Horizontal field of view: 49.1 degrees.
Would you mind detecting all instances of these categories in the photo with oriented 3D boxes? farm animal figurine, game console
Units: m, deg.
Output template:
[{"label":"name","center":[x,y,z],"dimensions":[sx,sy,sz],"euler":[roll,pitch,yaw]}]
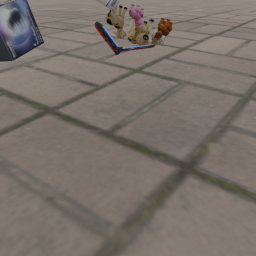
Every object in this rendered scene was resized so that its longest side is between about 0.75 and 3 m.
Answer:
[{"label":"farm animal figurine","center":[0.312,-3.316,9.623],"dimensions":[2.182,1.138,2.158],"euler":[18,9,-4]},{"label":"game console","center":[-0.075,-2.201,6.695],"dimensions":[0.832,1.208,1.402],"euler":[-37,13,10]}]

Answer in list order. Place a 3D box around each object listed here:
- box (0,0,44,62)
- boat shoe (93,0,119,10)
[{"label":"box","center":[-3.347,-2.794,7.992],"dimensions":[0.853,1.384,1.373],"euler":[6,39,31]},{"label":"boat shoe","center":[-0.800,-4.078,8.145],"dimensions":[0.791,0.866,2.407],"euler":[19,33,-24]}]
